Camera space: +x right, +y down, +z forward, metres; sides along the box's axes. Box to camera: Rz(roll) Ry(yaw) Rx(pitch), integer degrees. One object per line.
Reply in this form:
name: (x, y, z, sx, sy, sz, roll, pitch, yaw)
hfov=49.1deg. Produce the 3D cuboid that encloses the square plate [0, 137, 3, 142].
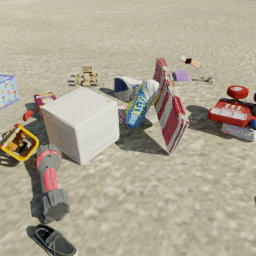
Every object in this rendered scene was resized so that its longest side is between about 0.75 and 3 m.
square plate: (-5.311, 0.584, 10.400, 0.981, 0.141, 0.991, 11, 34, 16)

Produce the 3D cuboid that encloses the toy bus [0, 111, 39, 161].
toy bus: (-3.697, 0.554, 9.565, 1.062, 1.940, 2.056, 41, 29, -19)

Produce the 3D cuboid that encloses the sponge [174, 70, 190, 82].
sponge: (3.073, -2.984, 15.985, 0.716, 0.191, 1.283, 1, 33, 1)

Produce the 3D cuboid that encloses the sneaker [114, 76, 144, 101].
sneaker: (0.686, -1.824, 13.523, 2.714, 1.097, 1.567, 20, 24, 37)

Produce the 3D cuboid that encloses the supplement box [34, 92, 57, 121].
supplement box: (-3.534, -0.979, 12.336, 0.893, 0.704, 1.364, -16, 36, -24)

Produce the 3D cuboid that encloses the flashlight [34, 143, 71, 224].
flashlight: (-2.226, 1.493, 8.296, 0.891, 0.888, 2.623, -9, 32, -19)

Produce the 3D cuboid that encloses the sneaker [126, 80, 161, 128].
sneaker: (0.504, -0.701, 9.966, 0.838, 2.212, 1.162, 17, 58, -10)

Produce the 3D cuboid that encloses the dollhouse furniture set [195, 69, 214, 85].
dollhouse furniture set: (4.174, -2.823, 15.265, 0.963, 0.683, 0.763, 3, 33, 5)

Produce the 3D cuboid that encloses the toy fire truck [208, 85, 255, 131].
toy fire truck: (4.605, -0.553, 10.947, 2.535, 1.421, 2.129, 17, 35, 25)

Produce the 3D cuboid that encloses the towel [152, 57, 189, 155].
towel: (1.290, -0.748, 9.750, 0.325, 2.058, 2.857, -7, 58, -11)

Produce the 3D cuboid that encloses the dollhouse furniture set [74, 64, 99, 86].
dollhouse furniture set: (-2.210, -2.731, 15.296, 1.236, 0.876, 1.346, -2, 54, -2)

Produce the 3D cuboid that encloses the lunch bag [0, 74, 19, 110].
lunch bag: (-5.833, -1.545, 12.733, 0.770, 1.233, 1.638, 8, 33, 14)

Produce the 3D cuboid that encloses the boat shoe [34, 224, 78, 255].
boat shoe: (-1.778, 2.736, 6.755, 1.337, 0.416, 0.499, 21, 36, 28)

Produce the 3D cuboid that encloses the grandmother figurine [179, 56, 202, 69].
grandmother figurine: (3.017, -3.216, 13.615, 1.171, 0.710, 0.355, 15, 68, -16)

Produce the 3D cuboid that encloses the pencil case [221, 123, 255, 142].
pencil case: (4.312, 0.057, 10.777, 1.325, 0.601, 0.551, 23, 65, 28)

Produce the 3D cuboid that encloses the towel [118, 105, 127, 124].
towel: (-0.649, -0.554, 12.092, 1.695, 0.254, 1.240, -14, 34, -20)

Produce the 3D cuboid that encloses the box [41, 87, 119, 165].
box: (-1.641, -0.154, 9.974, 1.947, 1.668, 1.937, 27, 46, 32)

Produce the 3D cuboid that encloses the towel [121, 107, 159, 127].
towel: (0.767, -0.636, 11.857, 1.563, 0.280, 1.623, 25, 29, 26)
